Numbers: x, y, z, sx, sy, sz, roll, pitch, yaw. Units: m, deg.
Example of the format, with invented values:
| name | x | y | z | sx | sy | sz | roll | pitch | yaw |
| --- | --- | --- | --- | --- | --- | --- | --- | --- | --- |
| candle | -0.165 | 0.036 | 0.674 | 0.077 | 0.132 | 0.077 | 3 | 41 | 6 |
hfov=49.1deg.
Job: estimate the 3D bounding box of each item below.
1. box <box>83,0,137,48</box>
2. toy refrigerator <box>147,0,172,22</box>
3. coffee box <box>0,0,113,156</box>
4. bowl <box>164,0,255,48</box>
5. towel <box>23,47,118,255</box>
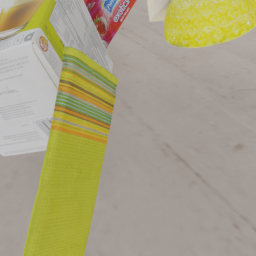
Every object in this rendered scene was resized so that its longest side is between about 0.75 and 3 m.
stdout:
| name | x | y | z | sx | sy | sz | roll | pitch | yaw |
| --- | --- | --- | --- | --- | --- | --- | --- | --- | --- |
| box | -0.695 | -3.219 | 7.365 | 1.144 | 1.095 | 2.294 | 15 | 71 | 53 |
| toy refrigerator | 1.373 | -4.255 | 9.173 | 0.935 | 0.861 | 2.462 | -10 | 8 | -7 |
| coffee box | -1.726 | -1.070 | 5.045 | 2.187 | 2.191 | 2.166 | -9 | 51 | 17 |
| bowl | 1.984 | -3.170 | 7.076 | 2.429 | 1.307 | 2.429 | -14 | 37 | 11 |
| towel | -0.625 | 0.398 | 3.172 | 0.217 | 1.035 | 2.406 | 6 | 82 | 28 |
